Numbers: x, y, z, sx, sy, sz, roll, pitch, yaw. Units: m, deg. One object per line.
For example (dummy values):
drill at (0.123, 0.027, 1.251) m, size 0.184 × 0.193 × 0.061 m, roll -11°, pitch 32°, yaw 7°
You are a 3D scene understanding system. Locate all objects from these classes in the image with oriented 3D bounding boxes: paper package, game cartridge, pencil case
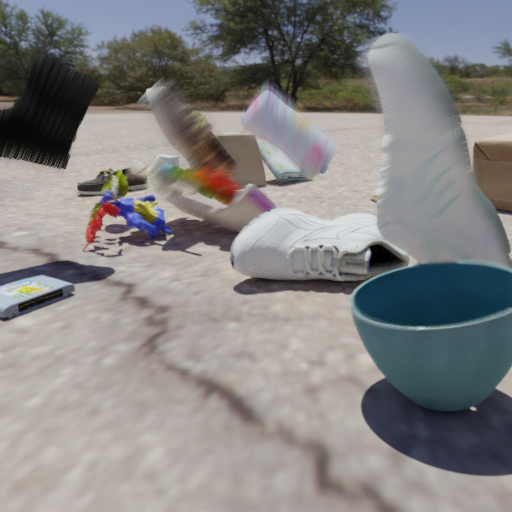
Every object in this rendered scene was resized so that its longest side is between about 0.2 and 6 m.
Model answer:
paper package at (6.403, -1.793, 11.838) m, size 2.761 × 1.498 × 2.896 m, roll 16°, pitch 25°, yaw 42°
game cartridge at (-2.814, 0.477, 6.806) m, size 0.667 × 0.203 × 1.001 m, roll 7°, pitch 18°, yaw 32°
pencil case at (0.520, -1.904, 8.855) m, size 1.542 × 0.699 × 0.641 m, roll 36°, pitch 37°, yaw -14°

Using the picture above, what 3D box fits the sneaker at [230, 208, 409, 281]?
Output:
sneaker at (0.901, -0.092, 7.471) m, size 2.531 × 0.943 × 1.102 m, roll -7°, pitch 24°, yaw -19°

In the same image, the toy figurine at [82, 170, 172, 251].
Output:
toy figurine at (-2.133, -0.632, 9.777) m, size 1.313 × 1.156 × 2.191 m, roll 25°, pitch 12°, yaw -20°

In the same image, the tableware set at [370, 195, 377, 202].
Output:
tableware set at (3.270, -1.300, 12.130) m, size 1.716 × 0.391 × 2.547 m, roll 9°, pitch 20°, yaw 26°

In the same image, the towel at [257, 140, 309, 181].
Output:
towel at (0.729, -2.539, 14.959) m, size 1.469 × 0.354 × 1.258 m, roll -8°, pitch 55°, yaw -46°

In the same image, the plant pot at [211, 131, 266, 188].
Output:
plant pot at (-0.613, -2.538, 14.546) m, size 1.480 × 1.310 × 1.478 m, roll -4°, pitch 18°, yaw -15°

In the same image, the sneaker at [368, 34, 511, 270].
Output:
sneaker at (1.749, -0.769, 6.017) m, size 1.249 × 3.117 × 1.096 m, roll -17°, pitch 23°, yaw 29°

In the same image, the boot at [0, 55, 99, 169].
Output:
boot at (-3.192, -2.070, 7.603) m, size 1.894 × 1.416 × 0.713 m, roll 6°, pitch 24°, yaw -49°

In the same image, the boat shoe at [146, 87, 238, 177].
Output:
boat shoe at (-1.085, -2.119, 9.883) m, size 0.718 × 2.413 × 0.867 m, roll -20°, pitch 53°, yaw 12°

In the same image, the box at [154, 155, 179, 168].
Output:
box at (-2.458, -2.448, 15.413) m, size 0.606 × 0.609 × 0.398 m, roll 15°, pitch 23°, yaw 39°

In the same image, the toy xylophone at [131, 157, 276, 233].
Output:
toy xylophone at (-0.974, -1.135, 9.751) m, size 2.593 × 0.651 × 1.898 m, roll 23°, pitch -8°, yaw 29°

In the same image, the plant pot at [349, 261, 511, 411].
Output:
plant pot at (1.533, 0.708, 4.628) m, size 1.376 × 0.927 × 1.376 m, roll -11°, pitch 16°, yaw 3°

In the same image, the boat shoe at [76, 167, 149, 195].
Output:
boat shoe at (-3.476, -1.838, 13.531) m, size 1.884 × 0.567 × 0.671 m, roll -16°, pitch 24°, yaw -42°
